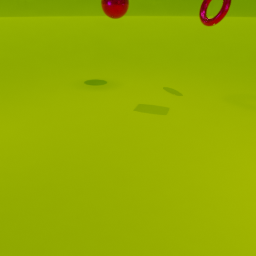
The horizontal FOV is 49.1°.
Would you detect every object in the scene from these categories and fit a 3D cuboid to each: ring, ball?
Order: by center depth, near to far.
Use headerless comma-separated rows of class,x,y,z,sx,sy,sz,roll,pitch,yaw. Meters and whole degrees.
ring,2.719,-3.804,8.794,0.242,1.209,1.209,9,17,-31
ball,-0.460,-4.434,10.010,1.005,1.005,1.005,0,24,0
